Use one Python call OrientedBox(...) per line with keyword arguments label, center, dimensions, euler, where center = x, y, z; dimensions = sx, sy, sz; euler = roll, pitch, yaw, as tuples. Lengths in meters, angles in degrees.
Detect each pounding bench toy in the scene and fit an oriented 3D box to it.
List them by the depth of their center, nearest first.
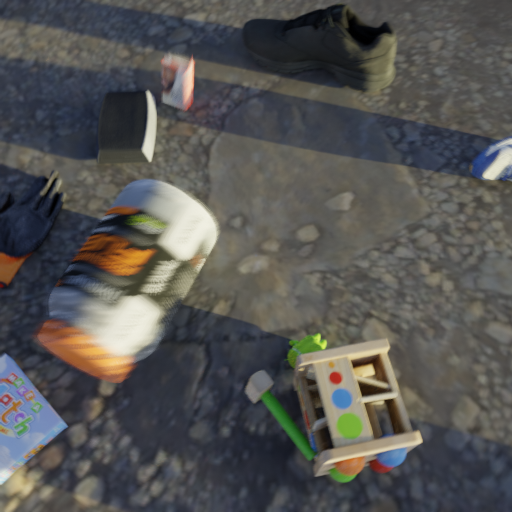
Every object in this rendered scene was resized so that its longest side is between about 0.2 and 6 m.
OrientedBox(label="pounding bench toy", center=(1.034, 2.433, 8.271), dimensions=(2.176, 1.352, 1.698), euler=(-10, 61, -6))

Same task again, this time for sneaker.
OrientedBox(label="sneaker", center=(5.430, -1.756, 10.935), dimensions=(2.359, 0.888, 1.040), euler=(-12, 61, -6))
OrientedBox(label="sneaker", center=(1.399, -4.835, 12.288), dimensions=(3.548, 1.610, 1.347), euler=(14, 63, 9))

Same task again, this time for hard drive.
OrientedBox(label="hard drive", center=(-2.752, -2.749, 11.784), dimensions=(1.226, 0.385, 1.818), euler=(-2, 60, -1))

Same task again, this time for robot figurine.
OrientedBox(label="robot figurine", center=(0.827, 1.606, 9.287), dimensions=(0.714, 0.413, 0.626), euler=(-37, 67, -19))

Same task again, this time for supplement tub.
OrientedBox(label="supplement tub", center=(-2.063, 0.397, 9.147), dimensions=(1.842, 1.842, 3.006), euler=(20, 62, 11))

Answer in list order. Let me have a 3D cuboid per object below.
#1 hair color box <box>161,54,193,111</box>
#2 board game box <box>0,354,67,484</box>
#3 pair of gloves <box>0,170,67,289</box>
OrientedBox(label="hair color box", center=(-1.673, -3.674, 11.887), dimensions=(0.592, 1.068, 0.341), euler=(21, 53, 8))
OrientedBox(label="board game box", center=(-4.264, 2.779, 8.629), dimensions=(1.577, 0.381, 2.084), euler=(40, 67, 21))
OrientedBox(label="pair of gloves", center=(-5.278, -0.856, 10.729), dimensions=(2.939, 0.363, 2.618), euler=(16, 61, 8))
